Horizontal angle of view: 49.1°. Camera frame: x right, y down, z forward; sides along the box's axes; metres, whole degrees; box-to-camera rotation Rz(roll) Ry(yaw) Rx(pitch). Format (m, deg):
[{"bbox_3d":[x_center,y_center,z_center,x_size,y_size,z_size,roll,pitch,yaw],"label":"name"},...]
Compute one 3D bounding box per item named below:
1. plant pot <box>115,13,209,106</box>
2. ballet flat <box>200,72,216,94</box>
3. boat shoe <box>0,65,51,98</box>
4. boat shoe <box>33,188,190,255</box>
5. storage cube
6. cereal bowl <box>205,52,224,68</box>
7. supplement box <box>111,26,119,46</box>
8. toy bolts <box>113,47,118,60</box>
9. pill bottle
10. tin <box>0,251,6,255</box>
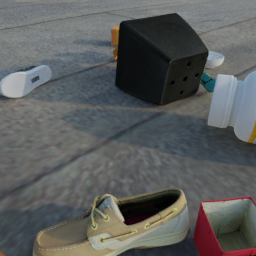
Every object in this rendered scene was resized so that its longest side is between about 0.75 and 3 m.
[{"bbox_3d":[1.075,-1.909,8.416,2.180,2.185,1.938,-20,49,-27],"label":"plant pot"},{"bbox_3d":[2.563,-1.327,8.693,0.428,0.447,1.271,-34,30,13],"label":"ballet flat"},{"bbox_3d":[-3.355,-1.526,8.986,0.610,0.739,2.154,9,28,24],"label":"boat shoe"},{"bbox_3d":[-0.227,1.383,4.194,2.383,0.791,0.882,-9,22,-15],"label":"boat shoe"},{"bbox_3d":[1.490,1.626,4.025,0.816,0.858,0.954,-4,35,-6],"label":"storage cube"},{"bbox_3d":[3.127,-2.583,10.758,1.024,0.426,1.024,0,34,0],"label":"cereal bowl"},{"bbox_3d":[0.437,-4.150,12.808,2.360,0.785,0.812,12,33,16],"label":"supplement box"},{"bbox_3d":[0.855,-2.845,10.739,2.442,1.694,2.333,-30,2,-25],"label":"toy bolts"},{"bbox_3d":[3.418,-0.380,6.308,2.971,1.675,1.675,11,35,17],"label":"pill bottle"},{"bbox_3d":[-2.543,1.940,3.500,2.793,0.585,1.564,16,52,32],"label":"tin"}]
